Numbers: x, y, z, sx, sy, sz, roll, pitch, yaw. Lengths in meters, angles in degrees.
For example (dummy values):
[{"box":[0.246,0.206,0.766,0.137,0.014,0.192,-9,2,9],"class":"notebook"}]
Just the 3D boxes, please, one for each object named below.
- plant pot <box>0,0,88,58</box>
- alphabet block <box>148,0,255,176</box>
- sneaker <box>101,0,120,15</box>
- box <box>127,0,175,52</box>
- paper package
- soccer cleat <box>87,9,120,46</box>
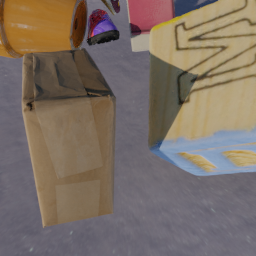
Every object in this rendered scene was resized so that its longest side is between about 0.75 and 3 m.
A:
[{"box":[-2.128,-2.676,6.739,2.026,2.213,2.213,12,49,2],"class":"plant pot"},{"box":[2.101,-0.659,5.683,2.659,2.644,2.707,-10,67,30],"class":"alphabet block"},{"box":[-0.459,-4.291,8.419,1.029,2.283,0.855,-40,80,7],"class":"sneaker"},{"box":[0.671,-3.273,7.648,1.183,2.172,1.389,-3,17,13],"class":"box"},{"box":[-0.957,0.065,4.464,1.123,2.171,2.070,-8,34,-15],"class":"paper package"},{"box":[-0.759,-2.739,7.493,0.848,0.910,2.485,-12,19,-3],"class":"soccer cleat"}]
